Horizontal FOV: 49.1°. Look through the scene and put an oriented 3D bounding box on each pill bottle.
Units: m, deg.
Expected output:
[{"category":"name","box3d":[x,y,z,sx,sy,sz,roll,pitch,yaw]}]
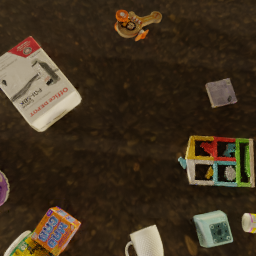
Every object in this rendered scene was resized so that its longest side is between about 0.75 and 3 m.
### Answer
[{"category":"pill bottle","box3d":[4.805,3.457,10.044,1.232,0.642,0.642,7,78,2]},{"category":"pill bottle","box3d":[-3.068,4.593,9.544,2.031,1.145,1.145,38,81,7]}]

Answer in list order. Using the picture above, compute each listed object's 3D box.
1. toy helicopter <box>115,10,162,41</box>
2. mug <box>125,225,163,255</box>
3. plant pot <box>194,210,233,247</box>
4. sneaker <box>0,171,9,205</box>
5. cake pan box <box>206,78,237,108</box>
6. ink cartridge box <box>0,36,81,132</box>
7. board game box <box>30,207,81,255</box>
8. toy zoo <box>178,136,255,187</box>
[{"category":"toy helicopter","box3d":[0.543,-4.306,11.640,2.090,0.825,1.382,-25,74,-16]},{"category":"mug","box3d":[0.549,4.131,9.634,1.310,0.967,1.148,-16,71,-14]},{"category":"plant pot","box3d":[3.062,3.568,9.784,1.082,1.105,1.085,-11,79,-3]},{"category":"sneaker","box3d":[-5.340,1.515,10.130,1.169,1.285,2.908,-24,80,-6]},{"category":"cake pan box","box3d":[3.734,-1.419,11.261,0.979,0.278,1.063,-14,79,-5]},{"category":"ink cartridge box","box3d":[-3.562,-1.669,10.811,2.155,1.217,2.937,-40,80,-9]},{"category":"board game box","box3d":[-2.476,3.551,9.782,1.099,1.099,1.100,33,80,7]},{"category":"toy zoo","box3d":[3.342,1.263,10.679,2.814,0.288,1.846,3,78,0]}]
